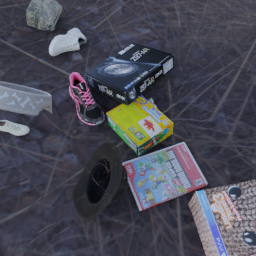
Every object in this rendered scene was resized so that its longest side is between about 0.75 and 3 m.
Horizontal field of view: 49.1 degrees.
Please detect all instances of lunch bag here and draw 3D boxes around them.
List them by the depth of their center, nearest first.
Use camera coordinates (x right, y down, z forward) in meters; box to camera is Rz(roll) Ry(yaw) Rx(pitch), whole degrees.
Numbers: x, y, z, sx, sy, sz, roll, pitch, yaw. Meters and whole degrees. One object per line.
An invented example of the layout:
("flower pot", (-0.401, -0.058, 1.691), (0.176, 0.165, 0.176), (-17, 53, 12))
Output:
("lunch bag", (-4.077, -5.608, 13.759), (1.363, 1.132, 1.625), (16, 60, -5))

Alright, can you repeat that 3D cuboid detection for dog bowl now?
("dog bowl", (-2.862, -0.806, 7.377), (1.809, 1.809, 0.531), (17, 99, 11))

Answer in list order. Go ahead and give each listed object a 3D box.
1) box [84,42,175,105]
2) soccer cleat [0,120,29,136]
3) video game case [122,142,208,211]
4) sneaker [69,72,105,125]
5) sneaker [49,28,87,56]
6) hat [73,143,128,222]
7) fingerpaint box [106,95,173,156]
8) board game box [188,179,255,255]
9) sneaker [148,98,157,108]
("box", (0.102, -2.353, 11.518), (2.369, 0.644, 2.957), (30, 58, 35))
("soccer cleat", (-4.373, -0.024, 10.530), (1.296, 0.503, 0.449), (10, 58, 6))
("video game case", (1.227, 1.593, 9.658), (2.473, 0.216, 1.768), (-18, 59, -11))
("sneaker", (-1.700, -1.198, 10.905), (0.972, 1.174, 2.461), (-25, 62, -17))
("sneaker", (-2.717, -3.855, 12.877), (0.974, 0.763, 1.959), (39, 66, 18))
("hat", (-0.680, 1.787, 8.953), (1.008, 2.498, 2.498), (28, 49, -34))
("fingerpaint box", (0.427, -0.159, 10.412), (1.634, 0.718, 1.958), (-33, 57, -19))
("board game box", (3.368, 2.749, 8.318), (2.472, 1.197, 1.971), (-10, 58, -7))
("sneaker", (0.929, -0.847, 11.226), (0.355, 0.292, 0.772), (-21, 52, -5))
